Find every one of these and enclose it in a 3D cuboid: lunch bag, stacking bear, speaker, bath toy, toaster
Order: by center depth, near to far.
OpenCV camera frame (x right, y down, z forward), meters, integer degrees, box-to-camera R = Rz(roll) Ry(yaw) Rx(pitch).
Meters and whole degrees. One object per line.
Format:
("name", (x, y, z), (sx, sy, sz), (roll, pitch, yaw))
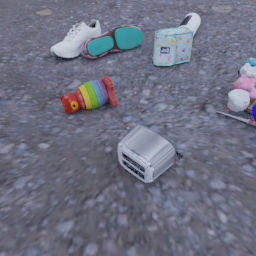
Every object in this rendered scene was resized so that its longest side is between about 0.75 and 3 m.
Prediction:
("toaster", (0.425, 0.608, 6.366), (1.425, 0.810, 0.921), (33, 54, 30))
("stacking bear", (-1.188, -0.906, 8.179), (1.498, 0.910, 0.852), (-21, 35, -13))
("bath toy", (3.486, -1.177, 8.278), (0.888, 0.755, 2.042), (32, 58, 9))
("lunch bag", (1.572, -2.962, 10.205), (1.430, 1.218, 0.872), (-16, 39, -22))
("speaker", (2.627, -4.364, 12.236), (0.769, 0.769, 1.895), (15, 43, 17))

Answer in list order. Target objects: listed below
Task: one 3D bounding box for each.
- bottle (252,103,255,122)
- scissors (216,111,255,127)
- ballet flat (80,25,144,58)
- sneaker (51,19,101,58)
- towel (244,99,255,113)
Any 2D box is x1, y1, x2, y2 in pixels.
("bottle", (4.494, -0.678, 7.236), (2.451, 0.800, 1.024), (-18, -1, -12))
("scissors", (3.499, -0.083, 7.661), (2.169, 0.151, 0.794), (13, 42, 14))
("ballet flat", (-0.698, -3.436, 11.132), (2.814, 0.973, 1.001), (-27, 28, -28))
("sneaker", (-2.033, -3.522, 10.993), (0.934, 1.092, 2.507), (28, 49, 28))
("towel", (4.317, -0.563, 8.123), (1.310, 0.194, 1.786), (-32, 44, -33))
